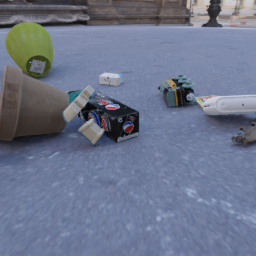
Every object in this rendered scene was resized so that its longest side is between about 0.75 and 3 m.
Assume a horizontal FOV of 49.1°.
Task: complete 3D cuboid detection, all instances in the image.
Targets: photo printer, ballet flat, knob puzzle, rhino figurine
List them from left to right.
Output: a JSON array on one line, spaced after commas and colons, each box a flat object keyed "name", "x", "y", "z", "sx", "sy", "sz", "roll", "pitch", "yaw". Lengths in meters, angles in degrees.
[{"name": "ballet flat", "x": -2.859, "y": -1.011, "z": 11.274, "sx": 2.452, "sy": 0.910, "sz": 0.910, "roll": -8, "pitch": 26, "yaw": -21}, {"name": "knob puzzle", "x": 3.996, "y": -1.107, "z": 11.845, "sx": 2.216, "sy": 0.307, "sz": 2.216, "roll": 0, "pitch": 25, "yaw": 0}, {"name": "photo printer", "x": 3.741, "y": -0.827, "z": 10.232, "sx": 1.859, "sy": 0.646, "sz": 1.547, "roll": -3, "pitch": 1, "yaw": 0}, {"name": "rhino figurine", "x": 3.814, "y": 0.220, "z": 8.840, "sx": 1.499, "sy": 0.448, "sz": 0.655, "roll": -18, "pitch": 30, "yaw": -31}]

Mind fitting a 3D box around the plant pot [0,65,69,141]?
[{"name": "plant pot", "x": -3.032, "y": -0.671, "z": 8.992, "sx": 2.056, "sy": 2.358, "sz": 2.358, "roll": 7, "pitch": 20, "yaw": -25}]

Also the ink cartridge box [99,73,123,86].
[{"name": "ink cartridge box", "x": -0.885, "y": -2.591, "z": 14.856, "sx": 1.066, "sy": 0.449, "sz": 0.778, "roll": 10, "pitch": 27, "yaw": 21}]

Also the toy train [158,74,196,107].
[{"name": "toy train", "x": 2.130, "y": -1.671, "z": 12.366, "sx": 1.356, "sy": 1.014, "sz": 2.380, "roll": -11, "pitch": 26, "yaw": -1}]

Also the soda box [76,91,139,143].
[{"name": "soda box", "x": -0.789, "y": -0.490, "z": 9.824, "sx": 0.980, "sy": 0.877, "sz": 2.771, "roll": -18, "pitch": 29, "yaw": -31}]

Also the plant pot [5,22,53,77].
[{"name": "plant pot", "x": -5.507, "y": -4.281, "z": 16.402, "sx": 2.766, "sy": 2.766, "sz": 2.956, "roll": -11, "pitch": 44, "yaw": -23}]

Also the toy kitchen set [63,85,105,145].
[{"name": "toy kitchen set", "x": -1.342, "y": -0.333, "z": 9.083, "sx": 1.346, "sy": 0.990, "sz": 1.680, "roll": 44, "pitch": 32, "yaw": -12}]
